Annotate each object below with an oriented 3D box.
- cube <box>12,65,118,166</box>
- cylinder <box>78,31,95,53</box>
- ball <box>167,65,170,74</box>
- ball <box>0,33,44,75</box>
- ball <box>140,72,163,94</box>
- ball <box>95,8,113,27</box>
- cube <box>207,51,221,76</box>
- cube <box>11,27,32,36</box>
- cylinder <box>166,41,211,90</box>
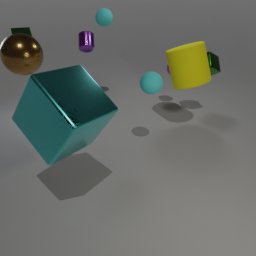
[{"bbox_3d":[-1.368,-0.313,6.100,1.400,1.400,1.400,49,39,9],"label":"cube"},{"bbox_3d":[-1.841,-3.811,12.406,0.700,0.700,0.700,-3,-10,-1],"label":"cylinder"},{"bbox_3d":[2.028,-2.594,12.125,0.700,0.700,0.700,0,29,0],"label":"ball"},{"bbox_3d":[-3.627,-2.513,9.606,1.400,1.400,1.400,0,29,0],"label":"ball"},{"bbox_3d":[0.720,-1.389,8.667,0.700,0.700,0.700,0,29,0],"label":"ball"},{"bbox_3d":[-0.972,-4.479,11.350,0.700,0.700,0.700,0,29,0],"label":"ball"},{"bbox_3d":[3.154,-2.502,11.117,0.700,0.700,0.700,9,-18,-43],"label":"cube"},{"bbox_3d":[-4.135,-3.438,10.977,0.700,0.700,0.700,-12,55,-22],"label":"cube"},{"bbox_3d":[2.205,-2.278,10.214,1.400,1.400,1.400,-15,17,5],"label":"cylinder"}]
